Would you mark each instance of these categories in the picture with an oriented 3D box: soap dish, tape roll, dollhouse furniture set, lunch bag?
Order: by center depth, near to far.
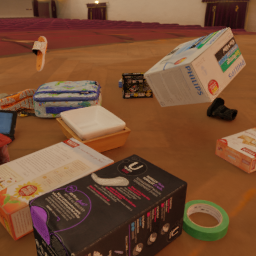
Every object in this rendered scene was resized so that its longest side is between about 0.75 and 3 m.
[{"bbox_3d":[1.725,2.073,6.370,1.064,0.256,1.064,-1,25,0],"label":"tape roll"},{"bbox_3d":[-4.340,0.727,8.080,2.345,1.262,0.954,17,30,31],"label":"dollhouse furniture set"},{"bbox_3d":[-1.274,0.049,9.912,1.832,0.946,2.328,-14,29,-28],"label":"soap dish"},{"bbox_3d":[-2.630,-1.300,12.567,2.917,1.202,2.344,0,27,0],"label":"lunch bag"}]

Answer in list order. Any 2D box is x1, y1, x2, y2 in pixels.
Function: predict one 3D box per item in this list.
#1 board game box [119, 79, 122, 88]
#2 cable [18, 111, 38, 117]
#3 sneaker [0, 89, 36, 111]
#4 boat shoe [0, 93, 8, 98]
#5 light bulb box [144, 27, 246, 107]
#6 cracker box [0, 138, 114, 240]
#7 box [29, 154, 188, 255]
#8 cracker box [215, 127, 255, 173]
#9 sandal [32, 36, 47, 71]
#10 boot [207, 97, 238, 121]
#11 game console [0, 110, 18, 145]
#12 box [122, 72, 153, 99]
[{"bbox_3d":[0.586,-2.744,16.572,1.849,0.403,1.858,7,26,14],"label":"board game box"},{"bbox_3d":[-4.359,-0.581,12.296,0.876,0.220,0.425,8,17,-15],"label":"cable"},{"bbox_3d":[-5.014,-1.254,12.852,2.374,0.929,0.917,-19,18,-42],"label":"sneaker"},{"bbox_3d":[-5.773,-1.379,13.784,1.529,0.556,0.480,-1,-18,10],"label":"boat shoe"},{"bbox_3d":[2.206,-1.952,9.427,2.267,1.427,2.287,-43,22,-26],"label":"light bulb box"},{"bbox_3d":[-2.028,1.345,7.246,2.873,0.829,1.924,-23,33,-38],"label":"cracker box"},{"bbox_3d":[-0.310,1.808,5.539,2.667,1.415,1.630,-20,32,-36],"label":"box"},{"bbox_3d":[4.044,0.643,9.051,2.022,0.583,1.354,-15,29,-28],"label":"cracker box"},{"bbox_3d":[-2.735,-2.309,8.549,0.430,1.122,0.321,-6,-11,38],"label":"sandal"},{"bbox_3d":[4.226,-0.822,12.182,1.146,0.577,1.533,10,36,35],"label":"boot"},{"bbox_3d":[-4.960,0.020,9.944,1.654,0.978,1.412,5,24,12],"label":"game console"},{"bbox_3d":[0.494,-2.178,14.328,1.604,1.281,0.396,-4,25,-8],"label":"box"}]
